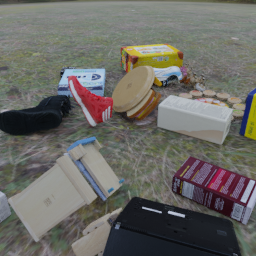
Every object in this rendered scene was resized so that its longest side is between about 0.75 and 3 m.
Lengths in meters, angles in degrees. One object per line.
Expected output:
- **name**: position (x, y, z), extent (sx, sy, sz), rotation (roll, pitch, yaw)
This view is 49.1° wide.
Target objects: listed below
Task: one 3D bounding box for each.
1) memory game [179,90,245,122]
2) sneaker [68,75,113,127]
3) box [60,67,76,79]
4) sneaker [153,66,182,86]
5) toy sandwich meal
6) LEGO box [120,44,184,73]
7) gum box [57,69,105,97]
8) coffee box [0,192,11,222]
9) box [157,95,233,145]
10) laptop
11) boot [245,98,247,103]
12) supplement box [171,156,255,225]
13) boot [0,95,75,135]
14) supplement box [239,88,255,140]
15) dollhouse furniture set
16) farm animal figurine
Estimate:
- **memory game**: position (3.342, -0.956, 11.399), extent (2.908, 0.185, 2.908), rotation (0, 30, 0)
- **sneaker**: position (-1.168, -1.086, 9.613), extent (1.131, 1.958, 0.767), rotation (-23, 28, 8)
- **box**: position (-3.086, -2.862, 14.482), extent (0.683, 0.359, 0.834), rotation (-1, 30, -2)
- **sneaker**: position (1.363, -2.342, 13.217), extent (2.410, 0.866, 0.873), rotation (-9, 62, 0)
- **toy sandwich meal**: position (0.352, -1.361, 10.760), extent (2.404, 0.823, 2.404), rotation (-33, 36, 28)
- **LEGO box**: position (1.232, -3.701, 15.169), extent (2.853, 1.101, 2.124), rotation (-9, 31, -14)
- **gum box**: position (-2.089, -2.143, 13.099), extent (1.972, 0.517, 2.321), rotation (-1, 30, -2)
- **coffee box**: position (-3.535, 1.953, 5.951), extent (0.948, 0.661, 1.658), rotation (18, 35, 27)
- **box**: position (2.266, -0.337, 9.626), extent (2.305, 0.896, 1.094), rotation (17, 35, 27)
- **laptop**: position (0.802, 2.571, 5.356), extent (2.345, 1.366, 2.646), rotation (11, 6, 13)
- **boot**: position (5.667, -0.950, 10.908), extent (1.761, 0.663, 1.317), rotation (-6, 31, -10)
- **supplement box**: position (2.143, 1.453, 6.891), extent (1.882, 0.573, 1.024), rotation (21, 37, 30)
- **boot**: position (-3.234, -0.583, 10.112), extent (2.379, 0.880, 1.950), rotation (-5, 25, 2)
- **supplement box**: position (5.294, -0.243, 8.816), extent (2.842, 1.547, 1.556), rotation (25, 38, 36)
- **dollhouse furniture set**: position (-1.055, 1.612, 6.552), extent (1.527, 2.210, 2.340), rotation (-38, -5, 16)
- **farm animal figurine**: position (2.977, -2.283, 13.163), extent (1.383, 0.729, 1.399), rotation (21, 46, 1)
